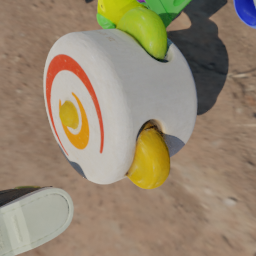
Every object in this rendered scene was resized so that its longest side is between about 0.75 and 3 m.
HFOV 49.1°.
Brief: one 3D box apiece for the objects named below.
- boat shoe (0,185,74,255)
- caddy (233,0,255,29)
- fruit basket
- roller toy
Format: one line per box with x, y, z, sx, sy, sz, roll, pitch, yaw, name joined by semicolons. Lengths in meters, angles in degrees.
-2.190;1.476;3.875;2.831;0.846;1.012;-11;94;-37;boat shoe
2.467;-2.573;5.035;0.821;1.564;1.106;-44;37;-23;caddy
0.066;-3.443;6.347;2.816;2.031;2.816;-7;73;26;fruit basket
-0.295;-0.390;5.104;1.998;2.608;2.859;-18;94;-35;roller toy
